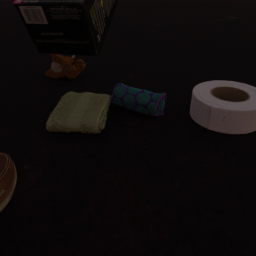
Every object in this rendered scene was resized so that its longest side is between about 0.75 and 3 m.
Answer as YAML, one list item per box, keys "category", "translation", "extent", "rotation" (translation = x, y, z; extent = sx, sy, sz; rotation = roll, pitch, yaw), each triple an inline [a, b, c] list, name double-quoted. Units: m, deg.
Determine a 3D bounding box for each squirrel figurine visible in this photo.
- category: "squirrel figurine"
  translation: [-2.677, -2.763, 12.548]
  extent: [1.530, 1.083, 1.428]
  rotation: [20, 24, 6]

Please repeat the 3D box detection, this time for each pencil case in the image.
- category: "pencil case"
  translation: [0.374, -0.983, 9.581]
  extent: [1.897, 0.807, 0.877]
  rotation: [18, 39, 28]

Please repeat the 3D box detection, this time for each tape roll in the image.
- category: "tape roll"
  translation: [3.254, -0.751, 9.169]
  extent: [2.390, 0.836, 2.390]
  rotation: [1, 32, 0]

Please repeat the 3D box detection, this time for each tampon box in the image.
- category: "tampon box"
  translation: [-1.449, -3.302, 7.371]
  extent: [1.795, 1.512, 2.395]
  rotation: [5, 58, 12]

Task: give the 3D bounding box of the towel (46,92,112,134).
- category: "towel"
  translation: [-1.550, -0.598, 9.279]
  extent: [1.858, 0.457, 2.504]
  rotation: [2, 31, 5]

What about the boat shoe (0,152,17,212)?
- category: "boat shoe"
  translation: [-3.090, 1.313, 5.569]
  extent: [1.092, 1.035, 2.883]
  rotation: [1, 31, 1]
